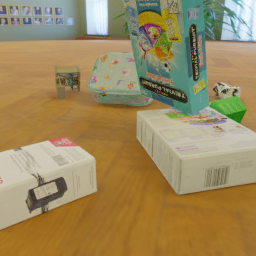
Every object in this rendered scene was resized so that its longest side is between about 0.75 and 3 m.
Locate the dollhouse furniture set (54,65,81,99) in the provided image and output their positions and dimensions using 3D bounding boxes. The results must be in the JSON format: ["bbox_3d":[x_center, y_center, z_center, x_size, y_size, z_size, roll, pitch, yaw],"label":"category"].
[{"bbox_3d":[-2.603,-1.851,12.297,1.096,1.090,1.555,-5,46,-16],"label":"dollhouse furniture set"}]

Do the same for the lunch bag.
[{"bbox_3d":[-0.181,-1.896,10.999,2.658,1.025,2.132,5,65,18],"label":"lunch bag"}]

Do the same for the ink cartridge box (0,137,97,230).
[{"bbox_3d":[-1.710,0.898,5.245,1.835,0.774,1.328,-15,26,-34],"label":"ink cartridge box"}]

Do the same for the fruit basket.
[{"bbox_3d":[2.916,-0.579,9.004,1.355,0.977,1.355,8,36,-6],"label":"fruit basket"}]

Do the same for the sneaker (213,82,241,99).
[{"bbox_3d":[3.881,-1.502,11.608,1.039,0.637,1.597,18,27,41],"label":"sneaker"}]

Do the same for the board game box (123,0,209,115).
[{"bbox_3d":[0.970,-2.049,7.281,0.694,2.958,2.233,-27,33,-23],"label":"board game box"}]

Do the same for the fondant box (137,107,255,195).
[{"bbox_3d":[1.591,0.307,6.670,2.101,0.848,2.912,-6,23,-13],"label":"fondant box"}]
